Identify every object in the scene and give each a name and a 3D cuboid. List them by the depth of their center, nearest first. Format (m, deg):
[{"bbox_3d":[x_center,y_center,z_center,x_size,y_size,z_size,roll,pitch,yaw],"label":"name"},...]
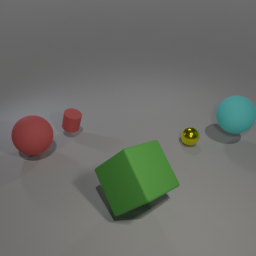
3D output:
[{"bbox_3d":[0.235,1.325,7.557,1.400,1.400,1.400,-11,71,-47],"label":"cube"},{"bbox_3d":[-3.342,0.254,9.844,1.400,1.400,1.400,0,32,0],"label":"ball"},{"bbox_3d":[4.009,-0.495,10.404,1.400,1.400,1.400,0,32,0],"label":"ball"},{"bbox_3d":[2.368,0.320,10.666,0.700,0.700,0.700,0,32,0],"label":"ball"},{"bbox_3d":[-2.212,-0.299,11.030,0.700,0.700,0.700,12,36,-9],"label":"cylinder"}]
